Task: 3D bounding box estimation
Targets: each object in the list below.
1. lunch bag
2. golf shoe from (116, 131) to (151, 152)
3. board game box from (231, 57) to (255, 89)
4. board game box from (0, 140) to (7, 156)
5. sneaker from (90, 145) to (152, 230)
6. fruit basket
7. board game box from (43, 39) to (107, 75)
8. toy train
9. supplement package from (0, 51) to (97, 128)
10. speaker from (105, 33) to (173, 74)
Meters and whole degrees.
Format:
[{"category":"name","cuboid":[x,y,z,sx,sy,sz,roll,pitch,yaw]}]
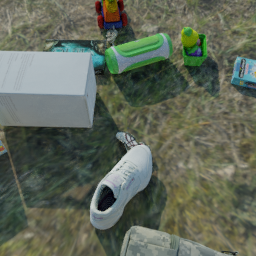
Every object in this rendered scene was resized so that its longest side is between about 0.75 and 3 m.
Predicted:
[{"category":"lunch bag","cuboid":[0.917,3.609,5.183,2.473,2.055,2.949,9,57,8]},{"category":"golf shoe","cuboid":[0.075,0.509,8.209,1.209,0.467,0.533,31,69,19]},{"category":"board game box","cuboid":[4.463,-1.880,9.838,1.448,0.340,1.093,16,58,10]},{"category":"board game box","cuboid":[-4.961,-0.203,8.092,1.432,1.407,2.731,-34,63,-20]},{"category":"sneaker","cuboid":[-0.090,1.372,7.105,0.932,1.240,2.490,26,63,17]},{"category":"fruit basket","cuboid":[2.344,-3.049,10.050,0.993,1.376,1.376,5,57,3]},{"category":"board game box","cuboid":[-1.994,-2.646,10.348,2.336,0.329,1.580,1,57,0]},{"category":"toy train","cuboid":[-0.637,-4.644,10.860,1.217,1.663,2.874,-7,57,-4]},{"category":"supplement package","cuboid":[-2.521,-1.144,8.529,2.893,1.697,1.691,2,57,1]},{"category":"speaker","cuboid":[0.388,-2.641,9.923,2.286,1.011,1.011,-20,59,-13]}]
